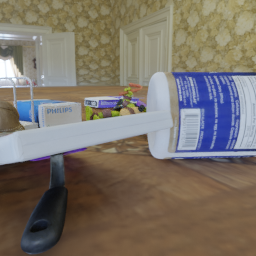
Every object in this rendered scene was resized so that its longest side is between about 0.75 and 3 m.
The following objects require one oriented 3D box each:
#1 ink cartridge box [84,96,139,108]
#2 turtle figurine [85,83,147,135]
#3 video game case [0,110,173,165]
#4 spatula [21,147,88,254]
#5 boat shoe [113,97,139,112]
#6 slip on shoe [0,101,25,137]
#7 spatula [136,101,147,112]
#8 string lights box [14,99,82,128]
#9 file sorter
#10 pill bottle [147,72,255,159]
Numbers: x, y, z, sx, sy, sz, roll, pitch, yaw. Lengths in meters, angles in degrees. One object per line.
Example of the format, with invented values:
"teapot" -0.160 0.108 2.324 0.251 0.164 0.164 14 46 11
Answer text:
"ink cartridge box" -0.640 -1.185 12.742 2.065 0.452 2.085 -6 10 -30
"turtle figurine" -0.068 -0.336 6.861 1.834 0.732 2.274 -9 45 -24
"video game case" -1.065 0.214 3.586 2.708 0.244 1.939 -13 -1 45
"spatula" -0.845 0.588 3.314 0.835 0.304 2.954 -11 13 -8
"boat shoe" 0.131 -0.536 9.306 0.611 0.649 1.808 -44 34 -14
"slip on shoe" -2.410 -0.142 5.331 0.858 0.684 2.258 8 0 -18
"spatula" 0.360 -0.530 7.124 0.405 0.147 1.432 40 9 0
"string lights box" -2.419 -0.474 8.277 1.127 0.646 2.193 -9 13 -40
"file sorter" -3.545 -0.533 6.697 1.504 1.349 2.167 5 12 29
"pill bottle" 1.594 -0.209 4.645 2.456 1.421 1.421 0 10 -4
